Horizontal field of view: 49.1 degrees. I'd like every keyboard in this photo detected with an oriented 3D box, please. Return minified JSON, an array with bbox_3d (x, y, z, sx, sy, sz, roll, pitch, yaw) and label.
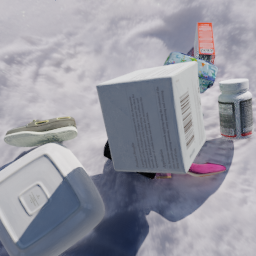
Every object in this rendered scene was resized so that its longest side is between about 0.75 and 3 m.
[{"bbox_3d":[0.178,0.634,7.663,1.626,0.167,1.033,28,72,-12],"label":"keyboard"}]

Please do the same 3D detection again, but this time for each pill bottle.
[{"bbox_3d":[2.884,-0.517,7.524,0.863,0.863,1.516,-10,105,-3],"label":"pill bottle"}]

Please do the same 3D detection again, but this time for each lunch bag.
[{"bbox_3d":[1.640,-1.465,7.709,1.416,1.138,0.584,18,76,-4],"label":"lunch bag"}]

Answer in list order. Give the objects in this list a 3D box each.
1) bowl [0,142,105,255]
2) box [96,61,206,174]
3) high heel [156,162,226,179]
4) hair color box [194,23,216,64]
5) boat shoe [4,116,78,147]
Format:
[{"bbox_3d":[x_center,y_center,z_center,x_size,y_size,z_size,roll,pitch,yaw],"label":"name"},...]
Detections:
[{"bbox_3d":[-2.222,1.816,7.073,2.689,1.005,2.693,-34,73,-12],"label":"bowl"},{"bbox_3d":[0.633,-0.288,6.248,1.694,1.978,1.968,-3,108,28],"label":"box"},{"bbox_3d":[1.641,0.851,7.557,1.947,0.656,0.934,-4,75,2],"label":"high heel"},{"bbox_3d":[2.261,-2.344,8.361,0.494,0.856,1.544,4,53,8],"label":"hair color box"},{"bbox_3d":[-2.370,0.078,7.668,1.923,0.687,0.575,-8,57,-8],"label":"boat shoe"}]
